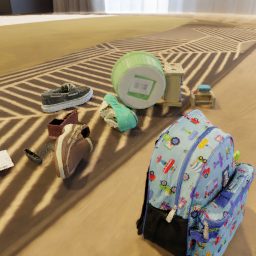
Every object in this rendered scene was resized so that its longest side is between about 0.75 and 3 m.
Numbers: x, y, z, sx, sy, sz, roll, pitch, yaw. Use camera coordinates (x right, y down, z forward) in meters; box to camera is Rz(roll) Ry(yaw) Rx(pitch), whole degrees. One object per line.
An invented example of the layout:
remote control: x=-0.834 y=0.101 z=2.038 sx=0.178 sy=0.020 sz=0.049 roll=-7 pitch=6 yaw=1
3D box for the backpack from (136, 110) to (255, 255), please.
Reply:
backpack: x=1.493 y=1.103 z=5.922 sx=1.822 sy=2.708 sz=2.472 roll=22 pitch=34 yaw=35

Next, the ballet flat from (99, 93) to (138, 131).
ballet flat: x=-0.606 y=-0.656 z=11.135 sx=0.953 sy=0.912 sz=2.709 roll=-25 pitch=33 yaw=-15

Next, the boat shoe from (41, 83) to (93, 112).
boat shoe: x=-2.653 y=-1.534 z=12.592 sx=0.979 sy=0.963 sz=2.716 roll=21 pitch=35 yaw=33

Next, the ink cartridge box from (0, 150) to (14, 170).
ink cartridge box: x=-3.870 y=1.074 z=8.565 sx=0.548 sy=0.253 sz=1.005 roll=-18 pitch=35 yaw=-30

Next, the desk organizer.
desk organizer: x=-2.404 y=-0.184 z=10.497 sx=0.559 sy=0.600 sz=1.559 roll=7 pitch=29 yaw=12

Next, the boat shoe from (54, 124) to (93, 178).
boat shoe: x=-1.610 y=0.546 z=8.700 sx=0.988 sy=0.986 sz=2.671 roll=-6 pitch=29 yaw=-1

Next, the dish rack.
dish rack: x=-2.678 y=0.758 z=9.088 sx=0.858 sy=0.305 sz=1.118 roll=23 pitch=37 yaw=35

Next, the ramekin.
ramekin: x=0.488 y=-1.979 z=12.088 sx=2.369 sy=2.369 sz=1.157 roll=-3 pitch=36 yaw=-6

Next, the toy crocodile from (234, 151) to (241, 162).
toy crocodile: x=2.911 y=0.709 z=9.030 sx=0.483 sy=0.442 sz=1.432 roll=-20 pitch=34 yaw=-33

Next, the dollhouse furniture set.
dollhouse furniture set: x=2.773 y=-1.990 z=12.791 sx=2.237 sy=1.576 sz=1.567 roll=1 pitch=29 yaw=4
